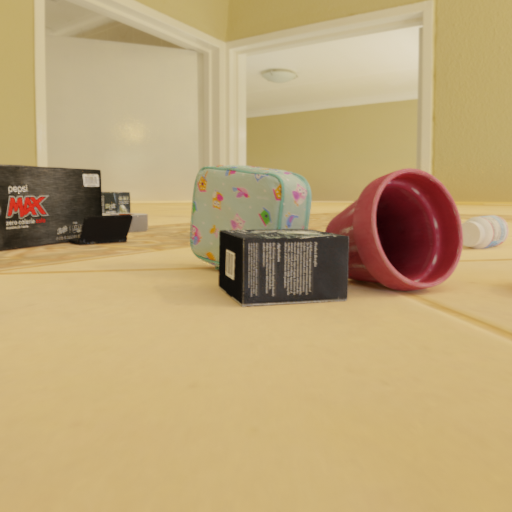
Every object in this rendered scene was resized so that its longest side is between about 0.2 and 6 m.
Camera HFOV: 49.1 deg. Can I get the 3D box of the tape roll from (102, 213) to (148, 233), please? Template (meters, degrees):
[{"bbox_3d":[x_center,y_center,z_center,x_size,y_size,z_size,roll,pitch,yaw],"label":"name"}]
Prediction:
[{"bbox_3d":[-3.435,-0.848,14.261,1.338,0.442,1.338,1,7,0],"label":"tape roll"}]

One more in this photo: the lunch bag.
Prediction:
[{"bbox_3d":[-0.121,-0.438,7.153,0.666,1.386,1.728,-8,15,-43],"label":"lunch bag"}]

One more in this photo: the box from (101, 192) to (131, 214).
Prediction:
[{"bbox_3d":[-4.893,-1.278,15.471,1.887,0.992,2.304,3,7,21],"label":"box"}]

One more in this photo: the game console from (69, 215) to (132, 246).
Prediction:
[{"bbox_3d":[-3.064,-0.527,11.016,1.007,0.586,0.885,-5,9,-40],"label":"game console"}]

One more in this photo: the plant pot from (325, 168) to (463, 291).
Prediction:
[{"bbox_3d":[1.416,-0.204,6.241,1.290,1.290,1.154,-4,-8,-30],"label":"plant pot"}]

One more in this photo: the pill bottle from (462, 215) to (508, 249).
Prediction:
[{"bbox_3d":[4.107,-0.427,10.199,1.080,0.587,0.587,-7,10,-43],"label":"pill bottle"}]

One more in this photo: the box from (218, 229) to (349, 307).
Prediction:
[{"bbox_3d":[0.239,0.082,5.709,1.063,0.670,1.082,0,7,-16],"label":"box"}]

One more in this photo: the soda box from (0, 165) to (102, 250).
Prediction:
[{"bbox_3d":[-4.926,-0.894,10.182,1.688,1.510,4.770,3,7,22],"label":"soda box"}]
